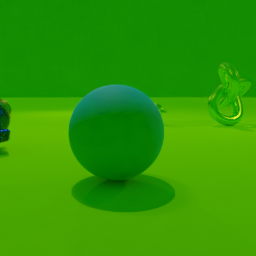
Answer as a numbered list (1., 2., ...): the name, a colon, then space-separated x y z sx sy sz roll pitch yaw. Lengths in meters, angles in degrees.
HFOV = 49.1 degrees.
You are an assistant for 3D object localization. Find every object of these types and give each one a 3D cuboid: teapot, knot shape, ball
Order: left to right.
1. teapot: -2.902 -0.405 6.207 0.690 1.110 0.543 10 41 8
2. ball: -0.124 0.048 3.055 1.030 1.030 1.030 0 7 0
3. knot shape: 3.097 -0.931 8.613 0.876 1.775 1.896 10 -17 36

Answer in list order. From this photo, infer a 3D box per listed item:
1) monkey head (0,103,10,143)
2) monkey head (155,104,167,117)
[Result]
1. monkey head: -2.352 -0.055 4.490 0.871 1.211 0.729 -33 55 -10
2. monkey head: 0.728 -0.561 8.960 1.038 0.747 0.625 -21 38 23
